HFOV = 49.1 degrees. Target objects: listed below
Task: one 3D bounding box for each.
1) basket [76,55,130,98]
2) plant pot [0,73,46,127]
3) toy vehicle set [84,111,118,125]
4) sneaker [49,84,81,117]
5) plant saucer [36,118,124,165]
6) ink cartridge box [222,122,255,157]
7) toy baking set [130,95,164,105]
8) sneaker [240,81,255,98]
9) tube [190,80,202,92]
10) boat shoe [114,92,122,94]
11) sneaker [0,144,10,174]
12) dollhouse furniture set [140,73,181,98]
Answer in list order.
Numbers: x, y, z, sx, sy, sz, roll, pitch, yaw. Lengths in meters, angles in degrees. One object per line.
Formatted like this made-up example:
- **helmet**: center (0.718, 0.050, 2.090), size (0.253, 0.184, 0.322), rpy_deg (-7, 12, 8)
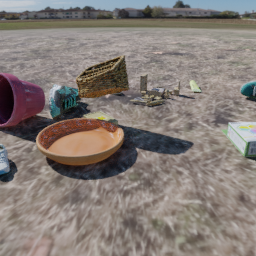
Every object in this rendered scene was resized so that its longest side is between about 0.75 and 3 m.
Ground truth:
- **basket**: center (-1.007, -1.861, 10.044), size (1.773, 1.321, 1.265), rpy_deg (-8, 0, 31)
- **plant pot**: center (-4.221, -1.080, 10.685), size (1.932, 1.932, 1.729), rpy_deg (14, 12, 27)
- **toy vehicle set**: center (-1.060, -0.313, 10.796), size (0.789, 0.168, 1.270), rpy_deg (-18, 30, -33)
- **sneaker**: center (-2.622, -1.238, 11.860), size (1.258, 1.070, 2.758), rpy_deg (1, 26, -7)
- **plant saucer**: center (-1.466, 0.416, 8.832), size (2.693, 0.504, 2.693), rpy_deg (0, 26, 0)
- **ink cartridge box**: center (3.897, 0.225, 9.165), size (0.983, 0.561, 1.893), rpy_deg (-2, 25, -4)
- **toy baking set**: center (0.892, -1.250, 12.879), size (1.456, 0.169, 1.118), rpy_deg (-17, 27, -32)
- **sneaker**: center (6.489, -1.719, 13.068), size (2.289, 0.817, 0.914), rpy_deg (2, 20, 0)
- **tube**: center (3.497, -2.151, 14.657), size (0.363, 0.325, 1.251), rpy_deg (-34, 23, 20)
- **boat shoe**: center (-0.865, -2.147, 14.366), size (0.591, 0.519, 1.660), rpy_deg (-13, 29, -29)
- **sneaker**: center (-3.589, 0.884, 7.826), size (0.466, 0.492, 1.217), rpy_deg (-10, 27, -24)
- **dollhouse furniture set**: center (1.521, -2.061, 13.768), size (1.946, 0.861, 1.009), rpy_deg (10, 26, 19)
